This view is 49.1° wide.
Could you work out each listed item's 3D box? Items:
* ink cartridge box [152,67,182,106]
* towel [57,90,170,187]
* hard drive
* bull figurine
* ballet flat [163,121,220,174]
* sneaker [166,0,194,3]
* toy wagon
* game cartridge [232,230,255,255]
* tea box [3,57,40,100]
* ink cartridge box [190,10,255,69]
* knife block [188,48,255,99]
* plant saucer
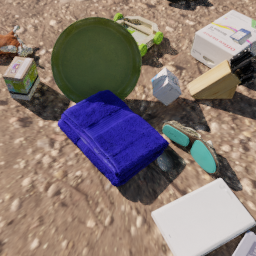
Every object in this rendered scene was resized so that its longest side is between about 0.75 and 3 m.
[{"bbox_3d":[1.219,-1.323,8.976,0.658,0.661,0.901,34,35,-26],"label":"ink cartridge box"},{"bbox_3d":[-0.471,0.100,8.113,2.097,0.704,2.840,-36,62,-22],"label":"towel"},{"bbox_3d":[1.812,2.219,6.804,2.085,0.274,1.375,-22,55,-15],"label":"hard drive"},{"bbox_3d":[-4.792,-3.304,10.814,2.274,0.741,1.380,0,50,-2],"label":"bull figurine"},{"bbox_3d":[1.918,0.416,8.018,0.777,0.700,2.064,-21,51,-40],"label":"ballet flat"},{"bbox_3d":[2.442,-6.481,13.355,2.051,0.751,0.840,-2,45,-14],"label":"sneaker"},{"bbox_3d":[-0.149,-3.543,11.094,2.288,0.583,2.949,34,60,24],"label":"toy wagon"},{"bbox_3d":[3.058,3.055,6.172,1.371,0.280,0.913,35,56,24],"label":"game cartridge"},{"bbox_3d":[-3.521,-1.652,9.347,0.680,1.001,1.018,8,53,5],"label":"tea box"},{"bbox_3d":[3.837,-3.231,10.540,2.435,1.065,1.769,-36,61,-23],"label":"ink cartridge box"},{"bbox_3d":[3.057,-1.731,8.964,1.943,1.706,0.622,0,51,0],"label":"knife block"},{"bbox_3d":[-0.974,-2.003,8.823,2.805,2.805,0.436,-9,23,-7],"label":"plant saucer"}]
